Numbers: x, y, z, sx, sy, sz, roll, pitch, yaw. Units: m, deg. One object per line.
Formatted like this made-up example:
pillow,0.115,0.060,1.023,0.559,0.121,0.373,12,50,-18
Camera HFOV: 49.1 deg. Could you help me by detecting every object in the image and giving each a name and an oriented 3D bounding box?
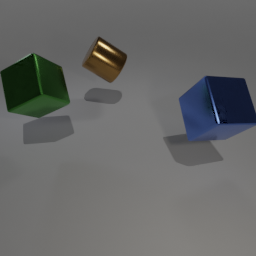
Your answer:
cube,-2.917,-1.273,8.903,1.400,1.400,1.400,-21,-14,20
cylinder,-0.976,-2.808,11.596,1.400,1.400,1.400,28,26,-20
cube,2.499,-0.506,7.940,1.400,1.400,1.400,-1,70,-23
